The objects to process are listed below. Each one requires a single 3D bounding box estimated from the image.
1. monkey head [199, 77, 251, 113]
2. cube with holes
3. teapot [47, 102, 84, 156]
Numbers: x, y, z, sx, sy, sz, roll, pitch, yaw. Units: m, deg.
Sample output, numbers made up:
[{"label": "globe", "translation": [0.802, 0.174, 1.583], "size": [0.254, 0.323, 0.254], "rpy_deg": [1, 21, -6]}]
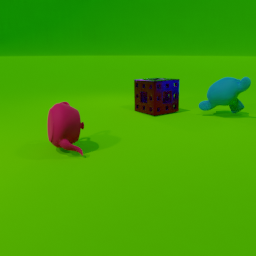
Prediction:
[{"label": "monkey head", "translation": [3.614, -1.108, 10.119], "size": [1.962, 1.412, 1.182], "rpy_deg": [-32, 1, 32]}, {"label": "cube with holes", "translation": [1.101, -1.264, 10.859], "size": [1.239, 1.239, 1.239], "rpy_deg": [-11, 17, -33]}, {"label": "teapot", "translation": [-1.473, -0.018, 6.776], "size": [0.847, 1.076, 1.730], "rpy_deg": [1, 48, -25]}]
